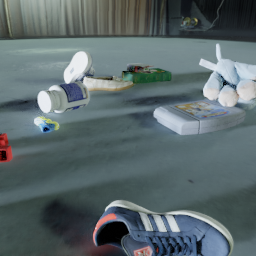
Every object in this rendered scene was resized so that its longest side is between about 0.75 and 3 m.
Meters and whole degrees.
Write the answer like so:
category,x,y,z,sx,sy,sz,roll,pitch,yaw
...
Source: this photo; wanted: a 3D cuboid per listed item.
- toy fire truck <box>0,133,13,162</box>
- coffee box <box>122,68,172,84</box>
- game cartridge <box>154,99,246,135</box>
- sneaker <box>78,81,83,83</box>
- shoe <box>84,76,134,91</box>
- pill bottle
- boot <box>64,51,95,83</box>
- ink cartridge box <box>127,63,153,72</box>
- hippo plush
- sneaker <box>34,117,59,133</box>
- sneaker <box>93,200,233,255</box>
category,x,y,z,sx,sy,sz,roll,pitch,yaw
toy fire truck,-3.387,0.451,6.724,1.403,0.342,0.989,0,22,0
coffee box,0.910,-2.620,14.069,2.190,0.482,1.347,-10,24,-23
game cartridge,2.284,-0.384,8.651,2.508,0.521,1.670,-11,20,-26
sneaker,-2.233,-1.885,12.653,0.341,0.295,0.780,29,33,19
shoe,-0.853,-2.007,12.405,2.247,0.600,0.786,-3,22,-8
pill bottle,-2.156,-1.012,9.431,0.935,0.935,1.562,17,24,36
boot,-1.935,-2.735,12.656,1.141,0.919,2.526,-12,-4,-34
ink cartridge box,0.612,-2.951,13.767,0.727,0.336,1.334,-14,25,-32
hippo plush,3.421,-1.271,9.493,1.791,1.808,2.249,-44,52,-5
sneaker,-2.445,-0.091,8.081,0.862,0.326,0.453,10,25,21
sneaker,0.383,1.518,3.720,1.866,0.700,0.789,0,19,27
